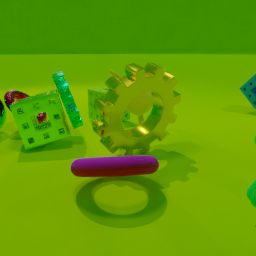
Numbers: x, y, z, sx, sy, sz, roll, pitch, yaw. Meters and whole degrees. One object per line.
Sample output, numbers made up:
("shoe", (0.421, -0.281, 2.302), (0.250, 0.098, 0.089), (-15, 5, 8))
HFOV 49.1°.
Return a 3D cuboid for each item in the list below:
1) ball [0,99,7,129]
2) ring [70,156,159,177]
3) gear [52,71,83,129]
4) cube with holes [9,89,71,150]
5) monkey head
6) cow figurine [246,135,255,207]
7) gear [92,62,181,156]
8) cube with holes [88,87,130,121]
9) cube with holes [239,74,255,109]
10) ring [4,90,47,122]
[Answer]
("ball", (-3.594, -0.354, 6.900), (1.112, 1.112, 1.112), (0, 16, 0))
("ring", (-0.195, 0.574, 4.207), (1.317, 0.263, 1.317), (-2, -7, 0))
("gear", (-1.388, -0.634, 6.453), (0.242, 1.310, 1.310), (-22, 21, -10))
("cube with holes", (-1.906, -0.235, 6.234), (0.973, 0.973, 0.973), (-18, 15, -11))
("monkey head", (0.203, -0.936, 7.632), (1.075, 1.784, 1.283), (-32, 12, -9))
("cow figurine", (1.904, 0.528, 3.246), (1.152, 1.133, 0.632), (40, 9, 14))
("gear", (0.206, -0.313, 5.386), (1.836, 1.836, 0.340), (-11, 33, -33))
("cube with holes", (-0.557, -0.699, 8.237), (0.889, 0.889, 0.889), (-14, 23, -39))
("cube with holes", (4.483, -1.320, 9.265), (0.871, 0.871, 0.871), (-20, -20, -32))
("ring", (-2.683, -0.544, 7.391), (1.229, 0.246, 1.229), (40, 15, -12))
